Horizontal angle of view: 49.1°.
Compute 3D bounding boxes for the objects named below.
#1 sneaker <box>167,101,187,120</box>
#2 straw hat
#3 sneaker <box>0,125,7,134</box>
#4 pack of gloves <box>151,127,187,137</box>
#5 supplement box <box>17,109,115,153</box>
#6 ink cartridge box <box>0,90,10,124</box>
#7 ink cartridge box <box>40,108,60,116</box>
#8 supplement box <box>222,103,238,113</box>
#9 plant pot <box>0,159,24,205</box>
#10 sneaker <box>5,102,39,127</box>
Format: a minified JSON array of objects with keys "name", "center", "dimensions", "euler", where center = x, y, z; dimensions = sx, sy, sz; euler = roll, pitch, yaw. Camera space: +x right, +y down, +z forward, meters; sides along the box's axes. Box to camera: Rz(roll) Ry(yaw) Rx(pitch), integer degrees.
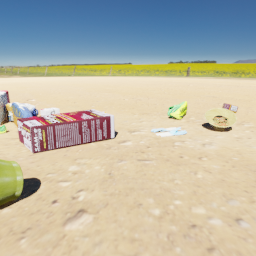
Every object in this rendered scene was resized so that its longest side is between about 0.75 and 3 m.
[{"name":"sneaker","center":[2.428,-0.929,13.716],"dimensions":[0.828,0.734,1.981],"euler":[10,16,21]},{"name":"straw hat","center":[3.632,-0.211,11.092],"dimensions":[1.305,0.552,1.305],"euler":[-4,37,3]},{"name":"sneaker","center":[-5.013,0.040,10.459],"dimensions":[0.879,0.367,0.325],"euler":[-9,17,-30]},{"name":"pack of gloves","center":[1.554,0.056,10.674],"dimensions":[1.242,0.245,1.044],"euler":[-5,15,-22]},{"name":"supplement box","center":[-2.060,0.013,9.485],"dimensions":[2.865,0.872,1.559],"euler":[-11,17,-34]},{"name":"ink cartridge box","center":[-6.714,-0.949,12.702],"dimensions":[2.133,1.224,2.936],"euler":[-3,14,-13]},{"name":"ink cartridge box","center":[-3.905,-0.804,14.057],"dimensions":[0.568,0.326,0.782],"euler":[13,19,43]},{"name":"supplement box","center":[5.420,-1.073,14.879],"dimensions":[0.449,0.348,0.813],"euler":[13,9,-12]},{"name":"plant pot","center":[-2.605,1.014,5.113],"dimensions":[1.183,1.183,1.139],"euler":[12,6,41]},{"name":"sneaker","center":[-4.397,-0.688,12.083],"dimensions":[1.209,1.032,2.743],"euler":[-9,17,-33]}]
